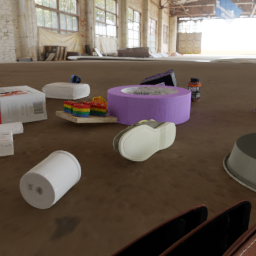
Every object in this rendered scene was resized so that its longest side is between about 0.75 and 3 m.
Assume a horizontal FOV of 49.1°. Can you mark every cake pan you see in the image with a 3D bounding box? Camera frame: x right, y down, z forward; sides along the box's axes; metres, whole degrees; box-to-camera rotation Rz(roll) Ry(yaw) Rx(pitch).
[{"bbox_3d":[3.370,0.657,5.499,2.823,0.518,2.823,0,16,0],"label":"cake pan"}]

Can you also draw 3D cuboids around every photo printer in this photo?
[{"bbox_3d":[-3.071,-1.826,13.659,1.910,0.663,1.589,6,16,21],"label":"photo printer"}]

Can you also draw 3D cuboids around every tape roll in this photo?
[{"bbox_3d":[0.728,-0.879,9.969,2.917,0.957,2.917,-1,17,0],"label":"tape roll"}]

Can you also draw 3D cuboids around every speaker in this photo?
[{"bbox_3d":[-3.419,0.037,7.934,0.824,0.334,0.334,-11,19,-31],"label":"speaker"}]

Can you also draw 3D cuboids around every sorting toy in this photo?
[{"bbox_3d":[-1.338,-0.556,9.100,1.501,0.522,1.492,-2,12,-38],"label":"sorting toy"}]

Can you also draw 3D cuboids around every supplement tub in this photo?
[{"bbox_3d":[3.014,-1.758,12.752,0.567,1.060,0.567,1,16,0],"label":"supplement tub"}]

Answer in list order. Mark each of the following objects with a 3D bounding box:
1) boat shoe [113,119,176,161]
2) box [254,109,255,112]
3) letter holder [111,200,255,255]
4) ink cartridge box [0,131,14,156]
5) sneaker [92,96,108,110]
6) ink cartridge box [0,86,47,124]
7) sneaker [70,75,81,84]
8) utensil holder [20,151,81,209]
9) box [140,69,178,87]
[{"bbox_3d":[0.335,0.229,6.542,0.671,0.802,2.244,12,14,35],"label":"boat shoe"},{"bbox_3d":[5.926,-0.704,10.255,2.265,0.470,1.348,13,21,31],"label":"box"},{"bbox_3d":[0.434,1.173,2.097,2.024,1.438,1.018,-15,22,-40],"label":"letter holder"},{"bbox_3d":[-3.081,0.384,6.703,0.612,0.355,0.845,-7,18,-22],"label":"ink cartridge box"},{"bbox_3d":[-1.085,-0.986,11.151,0.471,0.497,1.289,-11,21,-36],"label":"sneaker"},{"bbox_3d":[-4.182,-0.833,9.785,1.977,0.944,2.252,-11,19,-32],"label":"ink cartridge box"},{"bbox_3d":[-2.521,-2.342,13.680,0.463,0.416,1.188,18,9,-8],"label":"sneaker"},{"bbox_3d":[-1.256,0.839,4.611,0.687,0.687,0.809,5,19,16],"label":"utensil holder"},{"bbox_3d":[1.455,-1.882,12.611,1.430,1.008,1.933,-16,13,14],"label":"box"}]
